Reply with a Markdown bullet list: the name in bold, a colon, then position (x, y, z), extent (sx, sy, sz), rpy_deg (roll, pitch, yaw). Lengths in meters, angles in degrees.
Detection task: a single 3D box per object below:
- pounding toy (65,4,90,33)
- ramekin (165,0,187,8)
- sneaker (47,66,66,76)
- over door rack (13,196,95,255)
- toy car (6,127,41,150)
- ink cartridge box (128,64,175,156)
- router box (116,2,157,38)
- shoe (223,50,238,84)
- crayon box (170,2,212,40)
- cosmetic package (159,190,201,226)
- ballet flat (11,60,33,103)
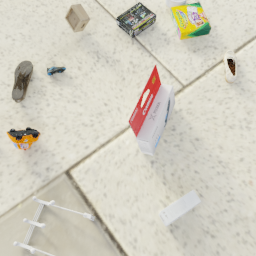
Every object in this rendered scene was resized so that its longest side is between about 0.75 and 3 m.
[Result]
- **pounding toy**: position (-2.401, -5.192, 13.271), extent (0.800, 1.125, 1.036), rpy_deg (-30, 86, -41)
- **ramekin**: position (2.439, -6.550, 14.141), extent (1.170, 0.570, 1.170), rpy_deg (0, 65, 0)
- **sneaker**: position (-3.196, -2.621, 12.445), extent (0.864, 0.316, 0.354), rpy_deg (-15, 66, -7)
- **over door rack**: position (-2.463, 3.409, 9.384), extent (2.315, 0.771, 1.710), rpy_deg (15, 67, 7)
- **toy car**: position (-4.678, 0.247, 11.097), extent (2.469, 1.211, 0.822), rpy_deg (17, 110, 26)
- **ink cartridge box**: position (0.992, -0.612, 10.395), extent (0.581, 2.291, 2.600), rpy_deg (15, 65, 23)
- **router box**: position (0.410, -5.242, 13.566), extent (1.598, 0.496, 1.197), rpy_deg (-40, 71, -16)
- **shoe**: position (4.618, -2.812, 12.447), extent (0.613, 0.468, 1.753), rpy_deg (6, 65, 3)
- **crayon box**: position (2.990, -5.191, 13.536), extent (1.495, 0.505, 1.732), rpy_deg (-12, 65, -5)
- **cosmetic package**: position (1.784, 2.785, 9.701), extent (1.418, 0.721, 0.525), rpy_deg (-29, 68, -11)
- **ballet flat**: position (-4.553, -2.001, 12.118), extent (0.741, 0.510, 2.198), rpy_deg (1, 60, -3)
